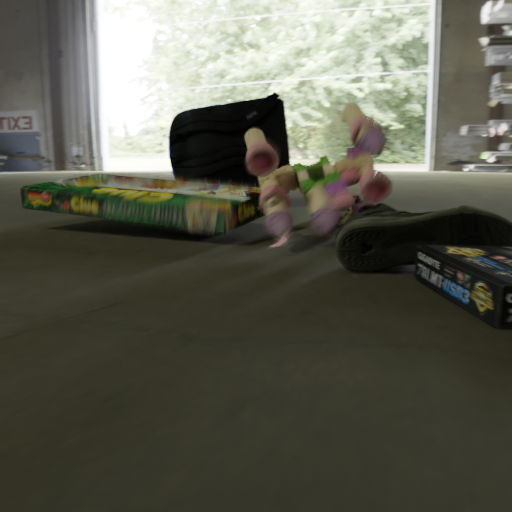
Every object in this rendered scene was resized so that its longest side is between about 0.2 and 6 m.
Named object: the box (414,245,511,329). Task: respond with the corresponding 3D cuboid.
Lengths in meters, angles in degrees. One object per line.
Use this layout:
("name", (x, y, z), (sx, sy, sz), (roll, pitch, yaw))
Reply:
("box", (3.599, 0.301, 7.229), (2.337, 0.585, 2.355), (-2, 12, -6))

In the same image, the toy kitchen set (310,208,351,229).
("toy kitchen set", (1.783, -1.275, 14.365), (1.251, 0.920, 1.562), (-10, 15, -43))

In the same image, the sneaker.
("sneaker", (2.729, -0.373, 9.267), (2.842, 1.086, 1.628), (-4, 17, 8))

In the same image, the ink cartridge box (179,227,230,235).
("ink cartridge box", (-1.199, -0.769, 13.116), (0.808, 0.368, 0.981), (-13, 19, -42))

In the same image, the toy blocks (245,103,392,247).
("toy blocks", (1.388, -1.082, 11.107), (2.710, 2.899, 2.441), (-15, 38, 0))

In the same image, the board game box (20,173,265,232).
("board game box", (-2.521, -1.372, 13.394), (5.485, 0.644, 2.874), (8, 20, 23))

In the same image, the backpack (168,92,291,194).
("backpack", (-0.931, -3.337, 19.477), (4.015, 3.263, 3.369), (-6, -12, -1))
